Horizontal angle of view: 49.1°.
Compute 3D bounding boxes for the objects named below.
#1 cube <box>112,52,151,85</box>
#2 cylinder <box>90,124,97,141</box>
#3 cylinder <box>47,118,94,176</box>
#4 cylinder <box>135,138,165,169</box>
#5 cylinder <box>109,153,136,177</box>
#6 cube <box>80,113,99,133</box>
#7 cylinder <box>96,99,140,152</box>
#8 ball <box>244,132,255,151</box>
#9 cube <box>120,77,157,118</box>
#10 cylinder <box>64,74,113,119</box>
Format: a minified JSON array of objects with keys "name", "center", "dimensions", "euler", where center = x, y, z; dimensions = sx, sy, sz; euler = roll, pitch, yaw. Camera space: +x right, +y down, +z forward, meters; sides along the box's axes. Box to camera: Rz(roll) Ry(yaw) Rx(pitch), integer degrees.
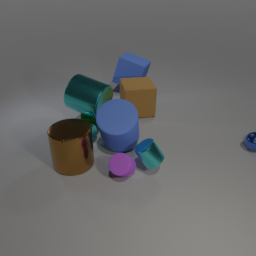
[{"name":"cube","center":[0.200,-2.926,14.469],"dimensions":[1.400,1.400,1.400],"euler":[23,28,6]},{"name":"cylinder","center":[-1.647,0.161,10.619],"dimensions":[0.700,0.700,0.700],"euler":[9,30,33]},{"name":"cylinder","center":[-1.859,0.607,9.281],"dimensions":[1.400,1.400,1.400],"euler":[0,31,0]},{"name":"cylinder","center":[0.675,0.799,8.775],"dimensions":[0.700,0.700,0.700],"euler":[-31,22,14]},{"name":"cylinder","center":[-0.165,1.166,8.771],"dimensions":[0.700,0.700,0.700],"euler":[11,-10,18]},{"name":"cube","center":[-1.550,-0.246,11.378],"dimensions":[0.700,0.700,0.700],"euler":[-1,31,-6]},{"name":"cylinder","center":[-0.320,-0.067,9.773],"dimensions":[1.400,1.400,1.400],"euler":[-2,61,4]},{"name":"ball","center":[4.600,0.488,10.171],"dimensions":[0.700,0.700,0.700],"euler":[0,31,0]},{"name":"cube","center":[0.421,-1.379,12.597],"dimensions":[1.400,1.400,1.400],"euler":[-5,31,-9]},{"name":"cylinder","center":[-1.494,-1.195,10.747],"dimensions":[1.400,1.400,1.400],"euler":[23,36,14]}]
